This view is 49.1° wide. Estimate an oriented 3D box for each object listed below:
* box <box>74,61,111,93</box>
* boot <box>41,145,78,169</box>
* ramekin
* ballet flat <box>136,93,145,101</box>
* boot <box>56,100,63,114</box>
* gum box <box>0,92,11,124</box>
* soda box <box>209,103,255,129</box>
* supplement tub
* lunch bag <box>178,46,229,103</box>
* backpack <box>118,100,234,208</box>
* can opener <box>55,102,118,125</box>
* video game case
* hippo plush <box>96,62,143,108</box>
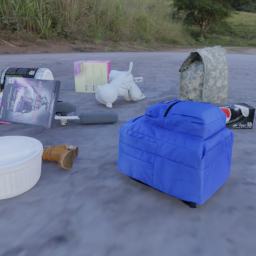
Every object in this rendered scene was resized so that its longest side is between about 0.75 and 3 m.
[{"bbox_3d":[-2.112,-3.123,17.016,2.063,1.815,0.998,3,20,9],"label":"box"},{"bbox_3d":[-2.045,0.769,7.863,1.045,0.516,1.346,1,19,3],"label":"boot"},{"bbox_3d":[-3.018,0.940,6.776,1.952,0.909,1.952,0,19,0],"label":"ramekin"},{"bbox_3d":[0.688,-1.737,15.353,0.349,0.349,0.972,9,21,24],"label":"ballet flat"},{"bbox_3d":[-3.324,-0.674,11.739,1.538,0.579,1.150,-6,25,-10],"label":"boot"},{"bbox_3d":[-5.261,-0.906,12.043,1.285,0.749,2.264,6,21,1],"label":"gum box"},{"bbox_3d":[3.431,-0.471,10.915,2.668,0.845,0.944,-1,19,-2],"label":"soda box"},{"bbox_3d":[-5.513,-2.259,14.667,2.888,1.769,1.769,3,19,5],"label":"supplement tub"},{"bbox_3d":[3.667,-2.435,13.458,2.352,2.868,1.686,-19,26,-40],"label":"lunch bag"},{"bbox_3d":[1.051,0.362,6.784,2.484,2.085,2.019,11,14,38],"label":"backpack"},{"bbox_3d":[-1.718,-0.547,11.161,2.656,0.883,0.699,3,7,-7],"label":"can opener"},{"bbox_3d":[-3.486,-0.922,9.809,2.304,1.646,0.219,7,-4,22],"label":"video game case"},{"bbox_3d":[-0.500,-1.756,14.005,1.968,1.949,2.447,-44,20,-20],"label":"hippo plush"}]
